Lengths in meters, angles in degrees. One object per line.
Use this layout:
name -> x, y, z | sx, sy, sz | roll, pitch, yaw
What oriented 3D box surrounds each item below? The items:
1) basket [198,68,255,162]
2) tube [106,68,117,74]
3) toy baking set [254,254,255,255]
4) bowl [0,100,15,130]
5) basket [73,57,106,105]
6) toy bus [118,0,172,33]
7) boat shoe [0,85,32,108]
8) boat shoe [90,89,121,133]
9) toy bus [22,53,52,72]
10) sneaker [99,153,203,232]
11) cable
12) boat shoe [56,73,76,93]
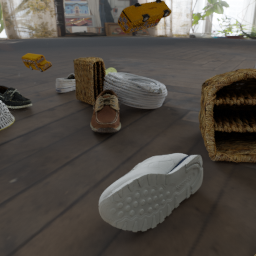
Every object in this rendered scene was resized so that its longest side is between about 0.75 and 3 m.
basket -> 3.488, -0.434, 7.427 | 2.902, 2.071, 2.162 | 2, 21, 6
tube -> -1.235, -2.618, 14.708 | 0.677, 0.756, 2.607 | 30, 28, 2
toy baking set -> 2.678, 2.041, 3.691 | 2.511, 0.292, 1.927 | -14, 26, -31
bowl -> -4.944, -0.583, 9.247 | 2.114, 0.992, 2.114 | -1, 23, 0
basket -> -1.343, -1.971, 11.581 | 1.292, 1.811, 1.349 | -16, 25, -38
toy bus -> 0.590, -3.719, 9.295 | 1.834, 0.718, 0.597 | -27, 77, -34
boat shoe -> -4.670, -1.244, 11.261 | 2.144, 0.725, 0.770 | 18, 27, 34
boat shoe -> -0.755, -0.633, 9.374 | 1.024, 0.971, 2.705 | -2, 22, -5
toy bus -> -3.272, -2.356, 10.031 | 1.249, 0.489, 0.406 | 18, 50, 40
sneaker -> 0.377, 1.100, 5.358 | 1.053, 1.000, 2.617 | 12, 16, 43
cable -> 0.299, -1.590, 11.427 | 2.618, 0.907, 2.619 | 18, 20, 17
boat shoe -> -2.654, -2.339, 13.876 | 0.842, 0.748, 2.288 | 11, 24, 25
